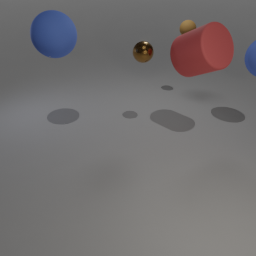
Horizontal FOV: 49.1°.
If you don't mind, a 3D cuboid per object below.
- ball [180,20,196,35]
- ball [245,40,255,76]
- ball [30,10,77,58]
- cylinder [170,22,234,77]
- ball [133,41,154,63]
[{"bbox_3d":[2.557,-4.245,11.963,0.700,0.700,0.700,0,29,0],"label":"ball"},{"bbox_3d":[4.739,-2.405,9.560,1.400,1.400,1.400,0,29,0],"label":"ball"},{"bbox_3d":[-2.275,-2.869,8.612,1.400,1.400,1.400,0,29,0],"label":"ball"},{"bbox_3d":[2.285,-2.394,8.739,1.400,1.400,1.400,-19,9,-30],"label":"cylinder"},{"bbox_3d":[0.505,-2.529,9.333,0.700,0.700,0.700,0,29,0],"label":"ball"}]
